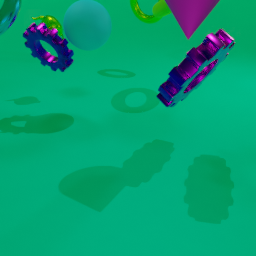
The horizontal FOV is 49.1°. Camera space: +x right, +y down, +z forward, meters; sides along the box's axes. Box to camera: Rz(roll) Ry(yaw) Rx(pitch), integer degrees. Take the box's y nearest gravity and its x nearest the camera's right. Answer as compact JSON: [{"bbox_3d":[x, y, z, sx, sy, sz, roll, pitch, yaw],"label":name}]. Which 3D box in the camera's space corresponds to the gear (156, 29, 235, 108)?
[{"bbox_3d":[1.373,-1.164,5.749,0.338,1.827,1.827,48,46,11],"label":"gear"}]

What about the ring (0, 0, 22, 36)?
[{"bbox_3d":[-3.363,-2.865,6.642,1.852,1.852,0.370,11,-13,19],"label":"ring"}]

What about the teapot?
[{"bbox_3d":[-2.410,-3.063,8.567,0.575,1.175,0.731,-46,3,-16],"label":"teapot"}]

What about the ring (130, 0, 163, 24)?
[{"bbox_3d":[0.774,-4.893,10.892,1.638,1.638,0.328,19,45,29],"label":"ring"}]

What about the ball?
[{"bbox_3d":[-1.025,-2.607,7.139,1.222,1.222,1.222,0,29,0],"label":"ball"}]

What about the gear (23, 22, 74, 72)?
[{"bbox_3d":[-2.053,-2.057,7.256,1.366,1.366,0.253,15,58,25],"label":"gear"}]

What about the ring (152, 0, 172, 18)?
[{"bbox_3d":[1.711,-3.922,8.419,2.096,0.419,2.096,-24,15,7],"label":"ring"}]

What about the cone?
[{"bbox_3d":[0.975,-1.900,4.306,1.326,1.326,1.331,6,69,10],"label":"cone"}]
